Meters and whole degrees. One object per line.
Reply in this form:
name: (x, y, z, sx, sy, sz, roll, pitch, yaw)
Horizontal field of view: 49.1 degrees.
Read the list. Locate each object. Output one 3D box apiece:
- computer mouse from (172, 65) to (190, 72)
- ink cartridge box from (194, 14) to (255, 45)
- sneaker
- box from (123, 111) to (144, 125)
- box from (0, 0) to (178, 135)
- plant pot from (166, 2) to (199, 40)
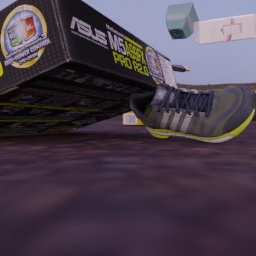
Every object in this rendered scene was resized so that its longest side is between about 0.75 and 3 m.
computer mouse: (1.843, -0.856, 8.048, 2.608, 1.831, 0.600, -1, -12, -28)
ink cartridge box: (2.867, -2.807, 7.918, 1.850, 0.624, 1.078, -5, 20, 7)
sneaker: (0.544, -0.183, 2.769, 0.577, 0.527, 1.427, 30, -23, -34)
box: (1.242, -0.369, 11.045, 1.711, 0.596, 2.874, 1, -1, 31)
box: (-0.802, -0.457, 3.473, 2.205, 0.609, 2.752, -16, -6, 25)
plant pot: (1.912, -3.798, 10.217, 0.968, 0.986, 0.965, 8, -20, 33)
